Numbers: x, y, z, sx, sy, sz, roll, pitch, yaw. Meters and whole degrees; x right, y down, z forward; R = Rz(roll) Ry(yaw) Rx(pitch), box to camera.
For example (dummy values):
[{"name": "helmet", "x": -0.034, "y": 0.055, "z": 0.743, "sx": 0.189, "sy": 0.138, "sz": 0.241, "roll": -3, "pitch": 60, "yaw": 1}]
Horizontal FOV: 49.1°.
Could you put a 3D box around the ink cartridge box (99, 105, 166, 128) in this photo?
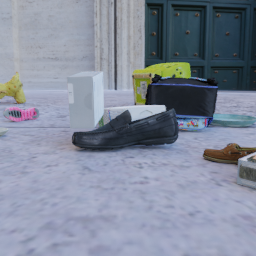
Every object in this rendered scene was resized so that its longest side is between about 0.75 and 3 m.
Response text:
[{"name": "ink cartridge box", "x": 0.081, "y": -0.263, "z": 8.630, "sx": 1.399, "sy": 0.842, "sz": 1.925, "roll": -6, "pitch": 4, "yaw": -28}]

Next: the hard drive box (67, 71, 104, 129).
[{"name": "hard drive box", "x": -1.067, "y": -0.809, "z": 7.458, "sx": 0.632, "sy": 1.283, "sz": 1.647, "roll": 1, "pitch": 15, "yaw": 3}]

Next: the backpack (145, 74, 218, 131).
[{"name": "backpack", "x": 1.863, "y": -1.008, "z": 10.412, "sx": 2.467, "sy": 1.818, "sz": 2.702, "roll": 3, "pitch": 9, "yaw": 3}]

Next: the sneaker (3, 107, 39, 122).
[{"name": "sneaker", "x": -4.662, "y": -0.577, "z": 12.036, "sx": 0.772, "sy": 0.640, "sz": 1.619, "roll": -1, "pitch": 0, "yaw": 36}]

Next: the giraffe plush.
[{"name": "giraffe plush", "x": -8.623, "y": -2.659, "z": 19.862, "sx": 2.156, "sy": 2.294, "sz": 2.659, "roll": -17, "pitch": -1, "yaw": -23}]

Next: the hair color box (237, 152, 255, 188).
[{"name": "hair color box", "x": 2.602, "y": 0.682, "z": 4.878, "sx": 1.492, "sy": 0.452, "sz": 0.739, "roll": -10, "pitch": 14, "yaw": -42}]

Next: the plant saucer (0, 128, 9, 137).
[{"name": "plant saucer", "x": -4.136, "y": 0.155, "z": 8.641, "sx": 0.853, "sy": 0.214, "sz": 0.853, "roll": 0, "pitch": 9, "yaw": 0}]

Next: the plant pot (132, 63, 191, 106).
[{"name": "plant pot", "x": 1.787, "y": -2.271, "z": 15.961, "sx": 2.431, "sy": 2.679, "sz": 2.665, "roll": -13, "pitch": 16, "yaw": -33}]

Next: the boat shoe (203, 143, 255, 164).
[{"name": "boat shoe", "x": 2.225, "y": 0.513, "z": 5.906, "sx": 1.282, "sy": 0.436, "sz": 0.461, "roll": 6, "pitch": 11, "yaw": 31}]

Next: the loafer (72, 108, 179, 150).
[{"name": "loafer", "x": -0.064, "y": 0.009, "z": 7.056, "sx": 2.706, "sy": 0.950, "sz": 0.919, "roll": -6, "pitch": 6, "yaw": -6}]

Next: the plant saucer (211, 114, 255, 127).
[{"name": "plant saucer", "x": 4.025, "y": -0.311, "z": 11.165, "sx": 2.079, "sy": 0.285, "sz": 2.079, "roll": 0, "pitch": 9, "yaw": 0}]
